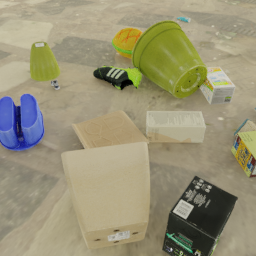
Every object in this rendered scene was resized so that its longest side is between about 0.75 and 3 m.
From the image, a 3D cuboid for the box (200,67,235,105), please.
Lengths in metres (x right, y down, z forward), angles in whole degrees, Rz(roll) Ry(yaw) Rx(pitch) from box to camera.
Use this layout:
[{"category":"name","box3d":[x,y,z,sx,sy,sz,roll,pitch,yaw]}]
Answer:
[{"category":"box","box3d":[3.834,-1.895,12.339,0.965,0.869,1.715,-4,41,-6]}]

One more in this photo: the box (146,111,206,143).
[{"category":"box","box3d":[1.704,-0.045,10.272,2.050,0.797,0.973,1,41,2]}]

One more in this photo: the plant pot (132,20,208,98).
[{"category":"plant pot","box3d":[1.993,-2.780,12.323,2.751,2.751,2.649,-20,56,-22]}]

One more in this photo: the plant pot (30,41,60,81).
[{"category":"plant pot","box3d":[-4.097,-3.268,13.414,1.444,1.543,1.444,0,41,0]}]

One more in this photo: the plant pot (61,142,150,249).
[{"category":"plant pot","box3d":[-0.455,1.864,7.246,2.176,2.174,1.927,-6,53,-7]}]

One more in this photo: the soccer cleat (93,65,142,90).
[{"category":"soccer cleat","box3d":[-0.581,-2.286,12.853,2.462,0.831,0.998,6,73,23]}]

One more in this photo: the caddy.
[{"category":"caddy","box3d":[-3.904,-0.203,10.161,1.571,1.166,2.222,-9,50,-13]}]

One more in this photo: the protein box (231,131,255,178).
[{"category":"protein box","box3d":[4.369,0.812,9.236,1.279,0.863,1.270,-7,42,-8]}]

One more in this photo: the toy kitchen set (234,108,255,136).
[{"category":"toy kitchen set","box3d":[4.936,-0.154,10.596,1.919,1.537,1.131,16,26,-42]}]

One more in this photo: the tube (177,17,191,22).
[{"category":"tube","box3d":[3.838,-7.523,19.311,0.408,0.266,1.054,-21,39,-33]}]

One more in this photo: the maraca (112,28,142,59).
[{"category":"maraca","box3d":[0.346,-4.346,14.713,1.907,1.488,2.781,-32,53,-24]}]

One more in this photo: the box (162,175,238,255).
[{"category":"box","box3d":[1.678,2.352,6.754,1.118,1.798,1.336,26,47,27]}]

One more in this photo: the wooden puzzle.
[{"category":"wooden puzzle","box3d":[-0.665,0.299,10.153,2.231,0.516,2.066,-16,44,-24]}]

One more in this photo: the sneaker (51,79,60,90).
[{"category":"sneaker","box3d":[-3.392,-2.102,12.890,0.269,0.417,0.769,-28,46,-18]}]
